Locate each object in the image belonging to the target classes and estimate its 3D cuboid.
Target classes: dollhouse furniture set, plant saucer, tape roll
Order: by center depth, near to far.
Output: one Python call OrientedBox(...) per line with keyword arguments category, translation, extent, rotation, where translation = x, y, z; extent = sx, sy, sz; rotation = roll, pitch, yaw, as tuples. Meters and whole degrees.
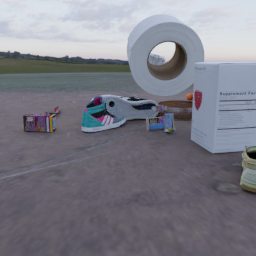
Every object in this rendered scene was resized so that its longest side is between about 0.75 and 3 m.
OrientedBox(category="dollhouse furniture set", translation=(1.169, -0.329, 9.956), extent=(0.692, 1.001, 1.061), rotation=(-6, 4, -21))
OrientedBox(category="tape roll", translation=(1.338, -2.810, 10.746), extent=(2.738, 2.738, 1.880), rotation=(-1, 29, -3))
OrientedBox(category="plant saucer", translation=(2.425, -0.913, 13.279), extent=(2.882, 0.527, 2.882), rotation=(-1, 14, 0))

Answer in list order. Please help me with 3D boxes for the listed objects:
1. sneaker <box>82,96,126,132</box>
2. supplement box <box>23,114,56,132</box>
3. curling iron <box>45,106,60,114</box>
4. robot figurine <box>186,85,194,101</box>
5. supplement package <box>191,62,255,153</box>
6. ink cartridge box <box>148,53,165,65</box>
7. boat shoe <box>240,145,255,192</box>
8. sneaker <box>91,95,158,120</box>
OrientedBox(category="sneaker", translation=(-0.902, -0.610, 10.595), extent=(0.848, 1.225, 2.028), rotation=(13, 19, 42))
OrientedBox(category="supplement box", translation=(-3.215, -0.189, 10.224), extent=(1.077, 0.594, 0.461), rotation=(2, 14, 6))
OrientedBox(category="curling iron", translation=(-3.505, -0.843, 13.422), extent=(0.569, 0.293, 2.296), rotation=(-1, 14, -4))
OrientedBox(category="robot figurine", translation=(3.968, -1.766, 13.794), extent=(1.533, 1.891, 2.629), rotation=(43, 4, 18))
OrientedBox(category="supplement package", translation=(2.880, -0.683, 8.320), extent=(1.489, 2.486, 1.507), rotation=(-3, 13, -11))
OrientedBox(category="ink cartridge box", translation=(1.218, -2.969, 12.498), extent=(0.763, 0.554, 0.318), rotation=(14, 33, -5))
OrientedBox(category="boat shoe", translation=(2.989, 0.728, 6.370), extent=(0.821, 0.708, 2.252), rotation=(8, 16, 30))
OrientedBox(category="sneaker", translation=(-0.321, -0.885, 12.341), extent=(2.998, 1.095, 1.677), rotation=(4, 9, -19))
